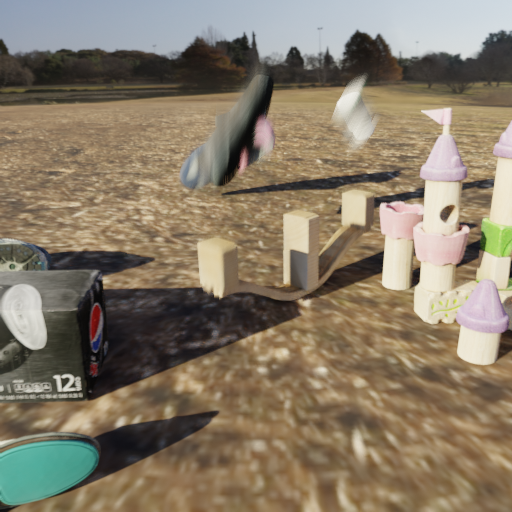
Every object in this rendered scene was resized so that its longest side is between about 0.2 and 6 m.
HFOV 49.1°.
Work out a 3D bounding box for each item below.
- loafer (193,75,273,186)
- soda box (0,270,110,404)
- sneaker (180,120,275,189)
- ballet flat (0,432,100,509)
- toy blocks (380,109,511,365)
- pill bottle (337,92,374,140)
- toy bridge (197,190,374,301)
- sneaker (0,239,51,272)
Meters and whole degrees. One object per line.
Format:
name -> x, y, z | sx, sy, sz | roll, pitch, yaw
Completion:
loafer -> -0.418, -2.227, 9.580 | 0.731, 2.023, 0.736 | 36, 12, 20
soda box -> -3.216, 0.801, 5.640 | 3.215, 1.018, 1.138 | -2, 19, -3
sneaker -> -0.671, -2.216, 12.733 | 2.451, 0.860, 1.005 | -34, 37, 10
ballet flat -> -1.987, 1.599, 4.081 | 1.619, 0.545, 0.516 | -14, 20, -32
toy blocks -> 3.342, -0.447, 6.833 | 2.886, 2.600, 3.088 | -2, 19, -8
pill bottle -> 1.917, -2.662, 10.705 | 0.463, 0.819, 0.463 | -25, 30, 16
toy bridge -> 0.630, -0.049, 7.881 | 0.469, 1.158, 3.444 | 16, 26, 40
sneaker -> -4.136, 0.110, 8.283 | 2.209, 0.857, 0.953 | 6, 7, -2
